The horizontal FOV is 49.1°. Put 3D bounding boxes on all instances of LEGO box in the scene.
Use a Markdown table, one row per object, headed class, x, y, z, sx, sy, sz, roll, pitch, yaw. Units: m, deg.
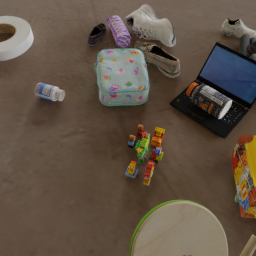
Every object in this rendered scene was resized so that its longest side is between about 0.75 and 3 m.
| class | x | y | z | sx | sy | sz | roll | pitch | yaw |
| --- | --- | --- | --- | --- | --- | --- | --- | --- | --- |
| LEGO box | 4.110 | 1.250 | 6.988 | 2.554 | 0.985 | 1.902 | 4 | 51 | 4 |

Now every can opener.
| class | x | y | z | sx | sy | sz | roll | pitch | yaw |
| --- | --- | --- | --- | --- | --- | --- | --- | --- | --- |
| can opener | 4.545 | -2.647 | 10.311 | 0.684 | 0.864 | 2.599 | 24 | 50 | -9 |

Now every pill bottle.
| class | x | y | z | sx | sy | sz | roll | pitch | yaw |
| --- | --- | --- | --- | --- | --- | --- | --- | --- | --- |
| pill bottle | -2.611 | -1.186 | 9.413 | 0.899 | 0.505 | 0.505 | 16 | 55 | 10 |
| pill bottle | 2.542 | -0.928 | 8.938 | 1.352 | 0.718 | 0.718 | 37 | 62 | 25 |

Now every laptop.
| class | x | y | z | sx | sy | sz | roll | pitch | yaw |
| --- | --- | --- | --- | --- | --- | --- | --- | --- | --- |
| laptop | 2.964 | -1.278 | 9.014 | 2.149 | 1.252 | 2.425 | 36 | 61 | 25 |

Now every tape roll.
| class | x | y | z | sx | sy | sz | roll | pitch | yaw |
| --- | --- | --- | --- | --- | --- | --- | --- | --- | --- |
| tape roll | -5.093 | -3.649 | 11.277 | 2.484 | 0.454 | 2.484 | 0 | 54 | 0 |

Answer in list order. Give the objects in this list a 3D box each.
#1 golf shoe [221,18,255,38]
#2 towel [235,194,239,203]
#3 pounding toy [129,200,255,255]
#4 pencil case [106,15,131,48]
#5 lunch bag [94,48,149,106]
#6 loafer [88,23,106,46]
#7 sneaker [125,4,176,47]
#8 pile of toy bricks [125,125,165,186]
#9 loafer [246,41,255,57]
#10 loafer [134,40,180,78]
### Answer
| class | x | y | z | sx | sy | sz | roll | pitch | yaw |
| --- | --- | --- | --- | --- | --- | --- | --- | --- | --- |
| golf shoe | 4.584 | -4.072 | 11.445 | 1.441 | 0.701 | 0.564 | 14 | 52 | 8 |
| towel | 4.105 | 1.660 | 7.463 | 2.178 | 0.255 | 1.661 | 19 | 54 | 16 |
| pounding toy | 1.133 | 2.578 | 5.915 | 2.605 | 1.209 | 2.011 | 27 | 79 | -12 |
| pencil case | -0.385 | -3.939 | 11.343 | 0.670 | 0.658 | 1.568 | 9 | 43 | -38 |
| lunch bag | -0.241 | -1.786 | 9.627 | 1.790 | 0.860 | 2.232 | -5 | 53 | -3 |
| loafer | -1.252 | -3.936 | 11.496 | 0.499 | 0.437 | 1.388 | 15 | 55 | 11 |
| sneaker | 0.914 | -3.946 | 11.295 | 1.213 | 1.038 | 2.785 | -30 | 50 | -12 |
| pile of toy bricks | 0.464 | 0.518 | 7.856 | 1.068 | 0.950 | 1.925 | 15 | 55 | 11 |
| loafer | 5.404 | -3.103 | 10.359 | 2.417 | 0.761 | 0.869 | -14 | 67 | -26 |
| loafer | 1.106 | -2.778 | 10.453 | 0.823 | 0.720 | 2.290 | -33 | 60 | -23 |
